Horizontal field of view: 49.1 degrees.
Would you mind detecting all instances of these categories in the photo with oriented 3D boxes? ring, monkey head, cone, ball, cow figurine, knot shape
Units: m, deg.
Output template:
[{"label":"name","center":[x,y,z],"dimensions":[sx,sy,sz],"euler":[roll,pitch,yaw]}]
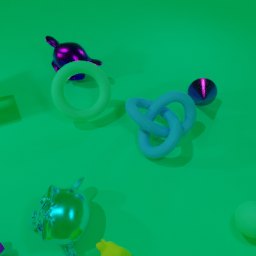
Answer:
[{"label":"ring","center":[-1.249,-1.000,7.627],"dimensions":[1.625,1.625,0.325],"euler":[-18,11,-14]},{"label":"monkey head","center":[-1.731,-2.256,8.928],"dimensions":[1.882,1.134,1.354],"euler":[25,42,-5]},{"label":"monkey head","center":[-1.444,1.881,5.934],"dimensions":[1.103,1.317,1.831],"euler":[21,53,-33]},{"label":"cone","center":[2.131,-0.916,7.937],"dimensions":[0.859,0.859,0.863],"euler":[9,22,8]},{"label":"ball","center":[2.529,1.837,5.641],"dimensions":[0.703,0.703,0.703],"euler":[0,51,0]},{"label":"cow figurine","center":[-0.437,2.833,5.154],"dimensions":[1.321,0.725,1.300],"euler":[-41,38,-3]},{"label":"knot shape","center":[0.728,-0.267,7.325],"dimensions":[1.773,0.876,1.895],"euler":[34,71,15]}]

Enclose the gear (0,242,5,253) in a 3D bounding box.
[{"label":"gear","center":[-2.948,2.603,4.884],"dimensions":[1.686,0.312,1.686],"euler":[34,31,-24]}]
